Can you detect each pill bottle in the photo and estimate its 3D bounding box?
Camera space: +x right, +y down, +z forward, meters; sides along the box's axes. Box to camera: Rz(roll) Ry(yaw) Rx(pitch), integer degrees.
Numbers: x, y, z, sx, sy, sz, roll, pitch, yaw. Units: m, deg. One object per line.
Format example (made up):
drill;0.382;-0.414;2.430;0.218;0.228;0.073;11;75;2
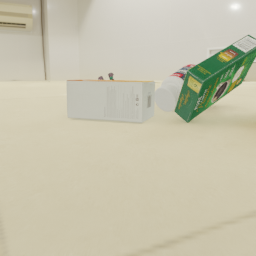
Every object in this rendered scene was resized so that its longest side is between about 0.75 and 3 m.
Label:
pill bottle;2.121;-1.609;11.333;1.346;1.346;2.252;11;36;43

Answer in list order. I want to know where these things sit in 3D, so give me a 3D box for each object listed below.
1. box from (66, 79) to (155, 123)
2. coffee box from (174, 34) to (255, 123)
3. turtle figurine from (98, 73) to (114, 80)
box;-0.530;-0.969;9.352;2.569;1.252;1.598;4;12;18
coffee box;2.769;-1.548;8.617;2.925;1.799;0.643;-33;63;-25
turtle figurine;-0.643;-1.446;10.791;0.990;1.322;0.666;-15;-16;-23
